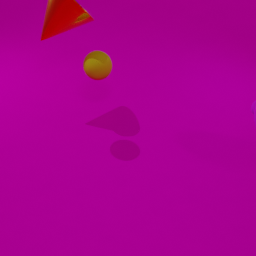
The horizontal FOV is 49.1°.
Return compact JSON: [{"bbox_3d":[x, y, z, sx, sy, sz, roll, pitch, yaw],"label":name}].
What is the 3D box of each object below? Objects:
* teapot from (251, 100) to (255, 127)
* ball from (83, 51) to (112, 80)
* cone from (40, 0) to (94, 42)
[{"bbox_3d":[2.679,-0.235,4.481,0.973,1.235,1.987,14,3,-30],"label":"teapot"},{"bbox_3d":[-0.840,-1.729,7.763,0.800,0.800,0.800,0,41,0],"label":"ball"},{"bbox_3d":[-1.901,-2.866,7.503,1.426,1.420,1.420,-46,47,10],"label":"cone"}]
